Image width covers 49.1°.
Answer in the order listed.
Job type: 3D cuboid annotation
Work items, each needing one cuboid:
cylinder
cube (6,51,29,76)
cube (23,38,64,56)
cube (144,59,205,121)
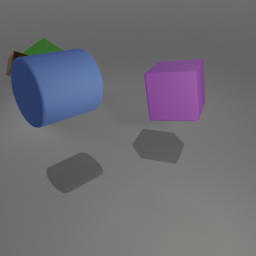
[{"bbox_3d":[-1.476,-0.862,5.858,1.400,1.400,1.400,-22,37,-38],"label":"cylinder"},{"bbox_3d":[-3.998,-2.284,10.310,0.700,0.700,0.700,12,-22,-36],"label":"cube"},{"bbox_3d":[-3.410,-2.544,11.550,1.400,1.400,1.400,32,45,-2],"label":"cube"},{"bbox_3d":[1.403,-1.104,8.067,1.400,1.400,1.400,1,26,23],"label":"cube"}]
